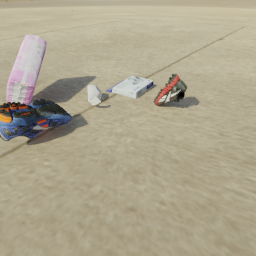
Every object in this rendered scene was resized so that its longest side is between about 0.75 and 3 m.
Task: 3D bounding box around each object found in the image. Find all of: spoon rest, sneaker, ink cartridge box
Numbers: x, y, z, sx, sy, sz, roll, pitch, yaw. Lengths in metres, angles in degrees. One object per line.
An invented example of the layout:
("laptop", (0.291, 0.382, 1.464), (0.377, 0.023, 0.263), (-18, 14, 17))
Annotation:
("spoon rest", (-1.192, -1.145, 9.895), (0.408, 0.668, 1.345), (-38, 24, 12))
("sneaker", (1.424, -1.101, 9.334), (0.782, 1.600, 0.566), (35, 57, -3))
("sneaker", (-2.540, -0.209, 7.656), (0.888, 0.925, 2.358), (40, 26, 26))
("ink cartridge box", (0.061, -1.701, 11.246), (1.461, 0.297, 1.458), (15, 35, 27))

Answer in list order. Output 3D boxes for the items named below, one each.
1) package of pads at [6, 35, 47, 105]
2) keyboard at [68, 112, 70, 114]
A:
("package of pads", (-3.528, -2.003, 9.757), (0.864, 1.376, 2.283), (18, 54, -23))
("keyboard", (-2.614, -0.614, 9.570), (1.399, 0.075, 0.394), (18, 28, 29))
